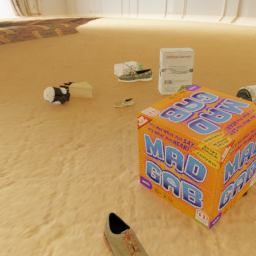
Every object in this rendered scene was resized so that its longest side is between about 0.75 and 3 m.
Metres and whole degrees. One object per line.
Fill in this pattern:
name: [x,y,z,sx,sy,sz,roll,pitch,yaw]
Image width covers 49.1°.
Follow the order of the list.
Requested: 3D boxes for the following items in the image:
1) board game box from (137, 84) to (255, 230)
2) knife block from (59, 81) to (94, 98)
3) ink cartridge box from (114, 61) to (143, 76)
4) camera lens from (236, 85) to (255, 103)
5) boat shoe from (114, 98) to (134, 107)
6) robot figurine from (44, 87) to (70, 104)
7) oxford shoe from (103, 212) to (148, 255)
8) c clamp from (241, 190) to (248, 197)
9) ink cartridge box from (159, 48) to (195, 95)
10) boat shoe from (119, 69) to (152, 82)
board game box: [2.013,0.589,7.747,2.478,2.479,2.480,-28,39,-34]
knife block: [-2.762,-1.953,14.628,1.499,0.546,1.708,-16,33,-26]
ink cartridge box: [0.021,-3.721,17.773,1.505,0.635,1.099,-18,33,-30]
camera lens: [5.858,-1.383,12.916,1.454,1.163,1.163,-10,30,-16]
boat shoe: [-0.207,-1.255,13.555,1.012,0.336,0.375,-13,32,-21]
robot figurine: [-3.435,-1.565,13.540,1.233,0.769,0.926,2,-22,-38]
oxford shoe: [-0.006,2.616,6.045,0.677,0.719,1.921,-19,34,-30]
c clamp: [3.146,1.716,8.354,1.016,0.138,0.868,8,34,11]
ink cartridge box: [2.506,-2.995,14.711,1.669,2.277,0.946,-2,29,-3]
boat shoe: [0.445,-3.158,16.743,2.098,0.627,0.750,-8,29,-14]
